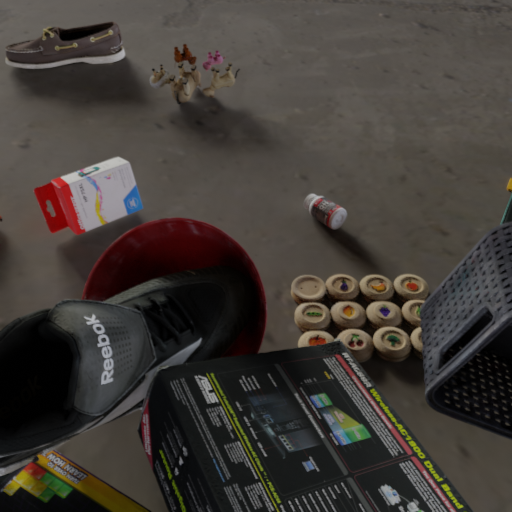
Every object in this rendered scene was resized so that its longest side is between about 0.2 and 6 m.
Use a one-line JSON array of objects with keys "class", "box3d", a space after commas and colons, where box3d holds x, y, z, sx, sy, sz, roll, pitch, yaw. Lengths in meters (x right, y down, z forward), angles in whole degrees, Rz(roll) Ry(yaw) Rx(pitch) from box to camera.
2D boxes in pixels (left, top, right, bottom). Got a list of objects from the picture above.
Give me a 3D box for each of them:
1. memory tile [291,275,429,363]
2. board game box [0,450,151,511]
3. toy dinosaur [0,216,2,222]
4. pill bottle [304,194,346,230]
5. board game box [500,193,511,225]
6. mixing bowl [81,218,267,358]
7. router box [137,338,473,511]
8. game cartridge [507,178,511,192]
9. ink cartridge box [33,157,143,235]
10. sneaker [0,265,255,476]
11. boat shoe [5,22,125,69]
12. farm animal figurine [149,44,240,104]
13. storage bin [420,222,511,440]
[{"class": "memory tile", "box3d": [1.528, 0.819, 7.761, 2.013, 0.169, 1.543, -1, 43, -1]}, {"class": "board game box", "box3d": [-1.946, 3.066, 4.958, 2.601, 0.738, 2.150, 21, 46, 21]}, {"class": "toy dinosaur", "box3d": [-4.718, -0.754, 8.980, 0.723, 1.068, 0.458, -28, 67, 28]}, {"class": "pill bottle", "box3d": [1.122, -0.751, 9.253, 0.381, 0.381, 0.689, -31, 49, -28]}, {"class": "board game box", "box3d": [5.572, -0.703, 9.057, 2.743, 0.571, 4.055, 22, 48, 20]}, {"class": "mixing bowl", "box3d": [-0.880, 0.709, 6.866, 2.169, 1.175, 2.169, -1, 83, 7]}, {"class": "router box", "box3d": [0.563, 2.273, 5.091, 2.347, 0.973, 3.132, -2, 39, -33]}, {"class": "game cartridge", "box3d": [4.721, -1.220, 10.016, 0.410, 0.067, 0.362, 21, 48, 22]}, {"class": "ink cartridge box", "box3d": [-2.660, -0.918, 8.955, 1.469, 0.853, 0.494, -27, 33, -24]}, {"class": "sneaker", "box3d": [-1.404, 0.973, 5.488, 3.790, 1.715, 1.259, -24, 79, -29]}, {"class": "boat shoe", "box3d": [-4.684, -5.145, 13.604, 2.829, 0.842, 1.016, -7, 44, -7]}, {"class": "farm animal figurine", "box3d": [-1.355, -3.892, 12.402, 1.525, 0.795, 1.508, 32, 63, 20]}, {"class": "storage bin", "box3d": [3.258, 1.025, 5.808, 2.669, 1.805, 1.251, 22, 43, -6]}]
